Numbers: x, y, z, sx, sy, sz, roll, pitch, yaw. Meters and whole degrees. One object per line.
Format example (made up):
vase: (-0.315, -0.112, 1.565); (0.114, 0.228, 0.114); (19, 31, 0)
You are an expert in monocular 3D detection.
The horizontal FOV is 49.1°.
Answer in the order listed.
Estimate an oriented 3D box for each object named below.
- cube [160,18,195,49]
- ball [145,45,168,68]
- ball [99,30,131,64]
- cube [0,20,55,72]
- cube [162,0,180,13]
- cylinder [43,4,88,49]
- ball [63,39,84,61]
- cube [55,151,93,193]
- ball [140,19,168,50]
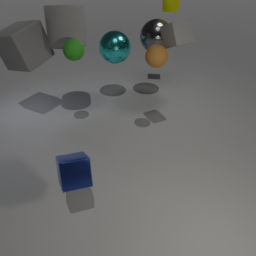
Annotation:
cube: (1.507, -2.865, 8.531); (0.700, 0.700, 0.700); (-19, 14, -22)
ball: (0.884, -2.213, 8.646); (0.700, 0.700, 0.700); (0, 32, 0)
ball: (-0.575, -3.521, 12.240); (1.400, 1.400, 1.400); (0, 32, 0)
cube: (-3.912, -3.076, 10.489); (1.400, 1.400, 1.400); (11, 45, 33)
cube: (1.876, -5.565, 12.213); (0.700, 0.700, 0.700); (4, 63, 3)
cylinder: (-2.207, -3.645, 10.021); (1.400, 1.400, 1.400); (-1, 24, 1)
ball: (-1.792, -2.571, 9.241); (0.700, 0.700, 0.700); (0, 32, 0)
cube: (-1.268, 1.006, 6.552); (0.700, 0.700, 0.700); (-9, 11, -19)
ball: (1.213, -3.927, 11.990); (1.400, 1.400, 1.400); (0, 32, 0)
